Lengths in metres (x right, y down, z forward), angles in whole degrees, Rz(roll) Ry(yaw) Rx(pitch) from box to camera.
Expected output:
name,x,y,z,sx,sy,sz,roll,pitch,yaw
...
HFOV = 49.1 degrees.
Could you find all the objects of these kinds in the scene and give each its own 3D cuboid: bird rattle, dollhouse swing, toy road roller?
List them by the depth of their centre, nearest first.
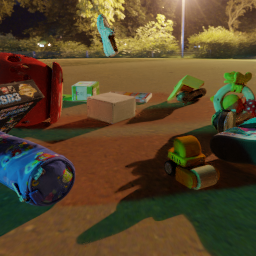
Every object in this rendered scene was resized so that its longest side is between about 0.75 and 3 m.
name,x,y,z,sx,sy,sz,roll,pitch,yaw
toy road roller,1.570,0.798,7.013,0.861,1.023,1.402,-9,20,-26
bird rattle,4.707,-1.151,11.785,2.077,2.547,1.435,-36,8,18
dollhouse swing,3.168,-1.986,15.452,1.444,1.397,1.589,21,-7,-5

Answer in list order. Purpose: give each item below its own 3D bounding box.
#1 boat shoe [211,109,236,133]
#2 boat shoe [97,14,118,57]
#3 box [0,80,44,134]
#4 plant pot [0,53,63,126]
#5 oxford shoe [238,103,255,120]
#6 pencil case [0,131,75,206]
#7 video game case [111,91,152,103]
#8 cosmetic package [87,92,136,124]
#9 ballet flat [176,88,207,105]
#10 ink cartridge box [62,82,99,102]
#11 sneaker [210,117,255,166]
name,x,y,z,sx,sy,sz,roll,pitch,yaw
boat shoe,3.535,-0.217,10.471,0.780,0.924,2.591,5,11,25
boat shoe,-0.791,-4.154,12.378,0.807,1.894,0.700,-8,6,44
box,-4.094,0.010,7.259,2.940,0.736,2.962,-38,-1,29
plant pot,-3.959,-1.416,11.156,2.606,2.862,2.862,4,17,-15
oxford shoe,5.294,-0.725,12.186,1.989,0.744,0.701,3,18,9
pencil case,-2.581,0.895,6.559,2.925,1.142,1.271,14,40,36
video game case,-0.027,-1.853,16.518,2.632,0.230,1.882,4,18,13
cosmetic package,-0.732,-0.928,12.458,1.556,0.957,1.551,14,23,38
ballet flat,3.640,-1.748,15.702,2.769,0.642,0.933,-14,-18,-48
ink cartridge box,-3.030,-2.173,16.404,2.407,0.912,1.779,2,18,5
sneaker,4.030,0.508,7.759,1.793,1.242,2.970,-25,28,-34
